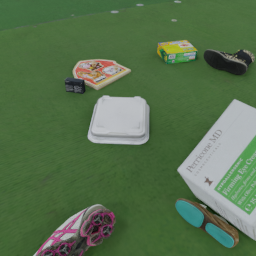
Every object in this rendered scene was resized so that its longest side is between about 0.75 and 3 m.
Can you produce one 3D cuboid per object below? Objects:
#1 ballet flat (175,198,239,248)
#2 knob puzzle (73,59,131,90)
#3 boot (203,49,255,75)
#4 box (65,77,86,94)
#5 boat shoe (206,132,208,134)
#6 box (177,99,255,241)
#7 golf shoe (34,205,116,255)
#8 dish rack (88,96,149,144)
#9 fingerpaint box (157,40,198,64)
[{"bbox_3d":[1.934,2.202,6.797,1.635,0.554,0.591,29,27,30],"label":"ballet flat"},{"bbox_3d":[-1.458,-2.732,12.845,2.683,0.372,2.683,0,40,0],"label":"knob puzzle"},{"bbox_3d":[4.811,-3.306,13.262,2.121,0.766,1.602,31,46,24],"label":"boot"},{"bbox_3d":[-2.170,-1.746,11.511,0.769,0.542,0.303,10,41,11],"label":"box"},{"bbox_3d":[2.587,0.554,8.908,0.343,0.363,1.009,12,50,7],"label":"boat shoe"},{"bbox_3d":[2.675,0.992,6.389,1.857,2.168,2.157,35,82,36],"label":"box"},{"bbox_3d":[-1.315,2.564,6.242,2.213,0.803,1.019,-33,14,-25],"label":"golf shoe"},{"bbox_3d":[-0.278,-0.429,9.948,2.093,0.531,2.439,3,41,2],"label":"dish rack"},{"bbox_3d":[2.431,-3.796,13.965,1.587,0.582,1.324,-9,41,-12],"label":"fingerpaint box"}]
